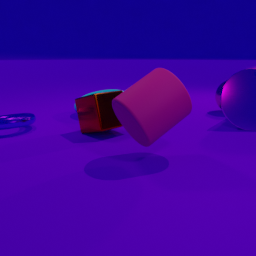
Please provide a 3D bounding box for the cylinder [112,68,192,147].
[{"bbox_3d":[0.439,-0.386,5.260,1.087,1.087,1.087,-37,27,-14],"label":"cylinder"}]

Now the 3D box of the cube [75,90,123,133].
[{"bbox_3d":[-0.673,-0.409,7.147,0.910,0.910,0.910,-14,6,-42],"label":"cube"}]

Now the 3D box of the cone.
[{"bbox_3d":[3.408,-0.759,8.302,1.679,1.679,1.685,1,0,5],"label":"cone"}]

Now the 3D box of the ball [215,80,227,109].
[{"bbox_3d":[3.613,-1.102,9.656,1.165,1.165,1.165,0,15,0],"label":"ball"}]

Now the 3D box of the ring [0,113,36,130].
[{"bbox_3d":[-3.226,-0.175,7.492,1.470,0.294,1.470,-6,9,1],"label":"ring"}]

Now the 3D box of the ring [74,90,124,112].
[{"bbox_3d":[-0.844,-0.846,9.277,1.872,0.374,1.872,-7,24,3],"label":"ring"}]
